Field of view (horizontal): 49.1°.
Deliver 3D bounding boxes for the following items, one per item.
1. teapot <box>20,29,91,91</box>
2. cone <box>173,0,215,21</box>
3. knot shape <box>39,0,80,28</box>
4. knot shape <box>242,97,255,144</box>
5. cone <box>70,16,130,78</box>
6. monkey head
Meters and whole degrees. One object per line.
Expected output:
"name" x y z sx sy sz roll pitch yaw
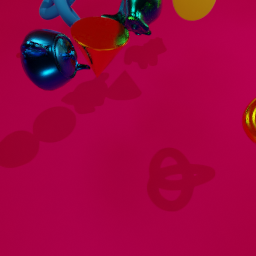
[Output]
"teapot" -1.396 -1.330 5.448 0.929 1.898 1.180 -6 87 19
"cone" 1.400 -3.256 6.787 1.073 1.073 1.077 -14 32 -7
"knot shape" -1.800 -3.514 7.642 0.914 1.979 1.852 -20 80 -31
"knot shape" 2.882 -0.292 5.242 1.839 0.850 1.721 46 68 -23
"cone" -0.660 -1.617 6.324 1.236 1.240 1.236 5 50 -6
"monkey head" 0.096 -2.837 6.555 1.386 1.927 1.161 10 97 11
